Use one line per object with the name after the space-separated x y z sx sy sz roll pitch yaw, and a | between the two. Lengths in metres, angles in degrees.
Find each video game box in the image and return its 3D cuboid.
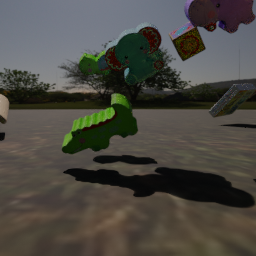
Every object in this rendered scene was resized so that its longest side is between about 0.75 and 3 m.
3.298 -0.864 8.781 1.301 1.185 0.305 -10 54 -43 | video game box

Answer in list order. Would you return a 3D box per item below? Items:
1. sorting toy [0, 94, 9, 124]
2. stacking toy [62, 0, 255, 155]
-3.547 -0.596 5.412 2.306 0.421 2.134 6 12 -23 | sorting toy
0.515 -1.097 3.165 2.923 0.687 2.204 -28 29 12 | stacking toy
